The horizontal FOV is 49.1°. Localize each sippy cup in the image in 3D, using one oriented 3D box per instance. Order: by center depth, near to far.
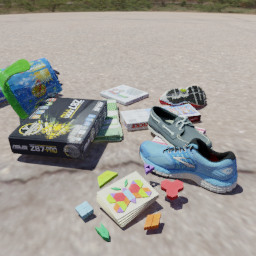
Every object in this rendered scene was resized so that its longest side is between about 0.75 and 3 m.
[{"bbox_3d":[-3.635,-1.644,10.622,1.913,2.050,2.611,-29,23,-9],"label":"sippy cup"}]

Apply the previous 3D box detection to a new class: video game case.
[{"bbox_3d":[-0.166,-1.550,12.889,1.696,0.201,1.544,24,37,38],"label":"video game case"}]

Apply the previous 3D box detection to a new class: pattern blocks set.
[{"bbox_3d":[0.012,1.610,6.598,1.993,0.184,2.267,25,47,33],"label":"pattern blocks set"}]

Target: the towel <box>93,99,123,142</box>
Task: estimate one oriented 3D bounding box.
[{"bbox_3d":[-1.410,-0.308,10.476,2.245,0.344,2.943,-4,30,-4],"label":"towel"}]

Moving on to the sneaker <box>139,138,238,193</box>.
[{"bbox_3d":[1.619,0.703,7.608,2.737,1.231,1.073,13,31,23],"label":"sneaker"}]

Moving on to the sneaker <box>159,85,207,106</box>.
[{"bbox_3d":[2.305,-1.285,11.793,2.244,0.864,0.953,0,-9,-26],"label":"sneaker"}]

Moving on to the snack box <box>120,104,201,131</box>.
[{"bbox_3d":[1.232,-0.438,10.656,2.896,0.352,1.041,-7,29,-13],"label":"snack box"}]

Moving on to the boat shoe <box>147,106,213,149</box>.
[{"bbox_3d":[1.539,0.006,8.815,0.966,0.820,2.653,-18,30,-28],"label":"boat shoe"}]

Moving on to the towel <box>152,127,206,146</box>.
[{"bbox_3d":[1.689,0.359,9.325,1.336,0.273,1.826,14,31,29],"label":"towel"}]

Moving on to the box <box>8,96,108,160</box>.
[{"bbox_3d":[-2.106,-0.111,9.168,2.297,0.700,2.850,6,32,10],"label":"box"}]

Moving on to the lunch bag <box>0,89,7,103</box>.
[{"bbox_3d":[-5.851,-1.619,12.379,1.564,0.802,1.945,15,31,28],"label":"lunch bag"}]

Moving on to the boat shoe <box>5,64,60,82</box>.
[{"bbox_3d":[-4.836,-2.653,14.305,2.882,1.076,1.337,17,20,24],"label":"boat shoe"}]
